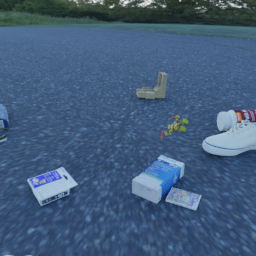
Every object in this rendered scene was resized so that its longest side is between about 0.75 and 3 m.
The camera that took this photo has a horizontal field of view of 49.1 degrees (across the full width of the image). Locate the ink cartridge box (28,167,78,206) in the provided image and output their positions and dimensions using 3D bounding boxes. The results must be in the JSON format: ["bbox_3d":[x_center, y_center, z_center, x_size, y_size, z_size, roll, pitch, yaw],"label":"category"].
[{"bbox_3d":[-1.934,1.467,7.210,1.006,0.218,0.996,-19,32,-29],"label":"ink cartridge box"}]

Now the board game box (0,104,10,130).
[{"bbox_3d":[-5.873,-0.516,10.776,2.248,0.693,2.246,-12,29,-23],"label":"board game box"}]

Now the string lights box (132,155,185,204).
[{"bbox_3d":[0.822,1.291,7.337,0.746,0.428,1.453,18,31,32],"label":"string lights box"}]

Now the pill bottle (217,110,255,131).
[{"bbox_3d":[4.016,-0.251,10.088,1.418,0.809,0.809,-1,26,-4],"label":"pill bottle"}]

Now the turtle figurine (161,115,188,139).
[{"bbox_3d":[1.234,-0.004,7.299,0.833,0.268,0.672,-53,22,-24],"label":"turtle figurine"}]

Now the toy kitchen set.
[{"bbox_3d":[1.079,-2.145,13.577,1.314,1.186,1.072,0,24,-10],"label":"toy kitchen set"}]

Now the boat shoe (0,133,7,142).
[{"bbox_3d":[-4.489,0.384,9.426,0.278,0.251,0.787,21,33,37],"label":"boat shoe"}]

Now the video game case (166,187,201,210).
[{"bbox_3d":[1.362,1.720,6.871,0.752,0.068,0.538,12,28,23],"label":"video game case"}]

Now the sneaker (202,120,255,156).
[{"bbox_3d":[3.625,0.205,8.994,2.659,0.941,0.971,-8,27,-17],"label":"sneaker"}]
